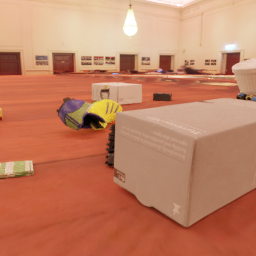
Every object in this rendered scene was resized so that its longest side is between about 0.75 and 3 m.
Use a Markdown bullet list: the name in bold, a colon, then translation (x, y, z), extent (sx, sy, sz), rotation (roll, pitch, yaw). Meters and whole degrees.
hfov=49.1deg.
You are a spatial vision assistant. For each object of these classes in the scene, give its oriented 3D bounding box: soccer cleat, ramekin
- **soccer cleat**: translation (-0.929, -0.310, 8.445), extent (1.149, 0.888, 2.747), rotation (44, 22, 22)
- **ramekin**: translation (4.709, -1.827, 9.557), extent (2.080, 0.968, 2.080), rotation (-14, 17, 4)

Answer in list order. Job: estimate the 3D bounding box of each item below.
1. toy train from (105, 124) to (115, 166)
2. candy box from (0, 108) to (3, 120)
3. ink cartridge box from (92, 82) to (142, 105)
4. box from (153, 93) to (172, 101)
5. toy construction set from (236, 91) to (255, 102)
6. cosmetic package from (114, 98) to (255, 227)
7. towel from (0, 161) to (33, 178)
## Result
- **toy train**: translation (-0.196, 0.311, 6.382), extent (0.548, 0.408, 2.393), rotation (3, 14, -2)
- **candy box**: translation (-5.024, -0.550, 10.049), extent (0.834, 0.404, 1.430), rotation (-6, 16, -28)
- **ink cartridge box**: translation (-0.572, -1.785, 14.130), extent (1.628, 0.944, 2.206), rotation (-11, 15, -39)
- **box**: translation (1.823, -1.652, 14.806), extent (0.943, 0.372, 0.666), rotation (3, 10, 11)
- **toy construction set**: translation (4.870, -0.873, 9.786), extent (1.909, 1.341, 2.911), rotation (-1, 2, -7)
- **cosmetic package**: translation (1.340, 0.286, 4.609), extent (2.941, 1.326, 1.571), rotation (-8, 19, -41)
- **towel**: translation (-2.205, 0.766, 5.119), extent (0.893, 0.104, 0.681), rotation (-6, 14, -19)
